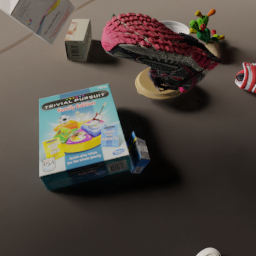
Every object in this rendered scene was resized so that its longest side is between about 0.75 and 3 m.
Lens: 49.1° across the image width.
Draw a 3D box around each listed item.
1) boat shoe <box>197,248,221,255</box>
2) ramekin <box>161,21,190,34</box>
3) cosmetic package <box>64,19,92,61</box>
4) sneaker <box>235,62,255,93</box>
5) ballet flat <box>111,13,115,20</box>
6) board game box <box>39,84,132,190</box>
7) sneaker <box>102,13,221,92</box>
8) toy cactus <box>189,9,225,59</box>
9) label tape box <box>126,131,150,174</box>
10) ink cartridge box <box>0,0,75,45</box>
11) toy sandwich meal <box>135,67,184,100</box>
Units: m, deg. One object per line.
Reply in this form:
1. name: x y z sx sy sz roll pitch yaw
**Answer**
1. boat shoe: 1.300 2.967 5.201 0.641 0.631 1.808 31 53 26
2. ramekin: 1.638 -3.595 11.361 1.593 0.836 1.593 0 46 0
3. cosmetic package: -1.969 -3.572 11.286 0.782 0.927 1.793 2 45 2
4. sneaker: 4.620 -2.095 9.907 1.359 0.861 2.417 19 51 13
5. ballet flat: -0.439 -3.260 9.016 0.314 0.987 0.333 15 63 -5
6. board game box: -1.298 0.086 7.786 2.188 0.680 2.898 -13 47 -5
7. sneaker: 0.626 -1.120 4.818 2.661 0.993 1.073 3 44 -46
8. toy cactus: 3.265 -3.585 11.075 1.148 2.244 1.852 -24 74 28
9. label tape box: 0.236 0.637 7.353 0.286 0.651 0.903 7 46 -24
10. ink cartridge box: -1.851 -2.562 6.048 0.611 1.809 1.054 35 95 16
11. toy sandwich meal: 1.160 -1.449 9.490 1.908 0.653 1.908 -2 48 2
